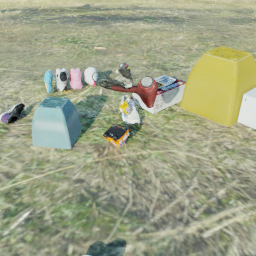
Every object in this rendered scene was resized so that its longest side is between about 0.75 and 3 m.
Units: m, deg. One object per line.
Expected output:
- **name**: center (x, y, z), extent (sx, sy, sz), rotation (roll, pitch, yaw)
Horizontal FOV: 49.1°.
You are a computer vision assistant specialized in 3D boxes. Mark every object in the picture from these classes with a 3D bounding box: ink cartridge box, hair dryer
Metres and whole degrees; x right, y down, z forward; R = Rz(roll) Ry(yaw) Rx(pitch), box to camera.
- **ink cartridge box**: center (1.277, -1.675, 12.977), extent (2.108, 0.884, 1.851), rotation (-26, 40, -34)
- **hair dryer**: center (0.141, -1.302, 8.731), extent (1.700, 2.232, 0.606), rotation (-1, 61, 52)

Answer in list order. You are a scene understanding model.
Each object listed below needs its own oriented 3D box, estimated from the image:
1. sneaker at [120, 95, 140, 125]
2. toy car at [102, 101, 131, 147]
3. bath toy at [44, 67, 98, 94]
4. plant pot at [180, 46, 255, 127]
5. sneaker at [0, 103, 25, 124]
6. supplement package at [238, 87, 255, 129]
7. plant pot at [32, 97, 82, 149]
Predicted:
- **sneaker**: center (0.050, -0.762, 11.702), extent (0.684, 0.738, 1.822), rotation (-8, 35, -15)
- **toy car**: center (-0.071, -0.115, 10.397), extent (1.054, 0.715, 2.148), rotation (-3, 41, 36)
- **bath toy**: center (-2.727, -2.351, 13.990), extent (2.681, 1.166, 0.991), rotation (-11, 68, -24)
- **plant pot**: center (4.004, -1.983, 11.925), extent (2.474, 2.547, 2.490), rotation (28, 42, 36)
- **sneaker**: center (-4.686, -0.563, 11.727), extent (0.561, 0.485, 1.281), rotation (24, 45, 15)
- **supplement package**: center (5.704, -0.933, 11.402), extent (2.229, 1.308, 1.303), rotation (-26, 40, -34)
- **plant pot**: center (-2.642, -0.303, 10.252), extent (1.466, 1.498, 1.470), rotation (4, 32, 7)
